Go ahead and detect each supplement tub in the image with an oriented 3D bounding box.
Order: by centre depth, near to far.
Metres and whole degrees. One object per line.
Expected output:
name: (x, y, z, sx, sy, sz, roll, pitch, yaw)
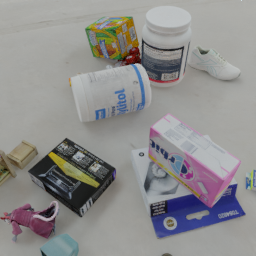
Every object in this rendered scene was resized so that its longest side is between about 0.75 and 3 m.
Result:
supplement tub: (-0.637, -1.316, 10.485, 2.681, 1.769, 1.769, -15, 50, -12)
supplement tub: (1.524, -3.286, 11.558, 1.960, 2.793, 1.960, 0, 48, 0)

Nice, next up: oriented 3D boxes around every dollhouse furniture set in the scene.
dollhouse furniture set: (-4.737, 0.808, 8.780, 2.317, 1.456, 2.620, 23, 52, 20)

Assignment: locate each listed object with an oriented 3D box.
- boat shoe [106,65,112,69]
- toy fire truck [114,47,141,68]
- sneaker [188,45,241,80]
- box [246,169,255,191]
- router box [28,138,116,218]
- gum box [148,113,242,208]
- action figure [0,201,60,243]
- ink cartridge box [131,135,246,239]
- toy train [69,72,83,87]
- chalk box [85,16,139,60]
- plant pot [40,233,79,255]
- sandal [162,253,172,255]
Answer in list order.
boat shoe: (-0.431, -2.186, 12.045, 0.518, 0.570, 1.550, -30, 63, 5)
toy fire truck: (-0.014, -3.028, 12.774, 1.198, 0.800, 1.427, -2, 45, 25)
sneaker: (3.843, -2.904, 12.468, 2.447, 0.981, 0.861, 27, 52, 21)
box: (4.310, 1.731, 8.761, 1.132, 0.270, 0.690, 14, 49, 11)
router box: (-1.723, 1.460, 8.791, 2.174, 0.568, 1.709, 29, 54, 23)
gum box: (1.678, 0.843, 7.958, 0.847, 1.453, 2.561, -35, 57, -28)
action figure: (-2.694, 2.506, 7.565, 1.520, 1.132, 1.018, 11, 53, -9)
ink cartridge box: (1.764, 1.625, 8.642, 2.834, 0.577, 2.840, -11, 49, -10)
toy train: (-1.721, -1.789, 11.848, 1.627, 0.452, 1.222, 26, 43, 24)
chalk box: (-0.938, -4.261, 13.170, 2.365, 1.476, 1.466, 14, 47, 35)
plant pot: (-1.676, 3.189, 7.165, 0.749, 0.751, 0.765, 31, 48, 25)
sandal: (1.312, 3.645, 6.978, 0.521, 0.348, 1.275, -28, 54, -23)
